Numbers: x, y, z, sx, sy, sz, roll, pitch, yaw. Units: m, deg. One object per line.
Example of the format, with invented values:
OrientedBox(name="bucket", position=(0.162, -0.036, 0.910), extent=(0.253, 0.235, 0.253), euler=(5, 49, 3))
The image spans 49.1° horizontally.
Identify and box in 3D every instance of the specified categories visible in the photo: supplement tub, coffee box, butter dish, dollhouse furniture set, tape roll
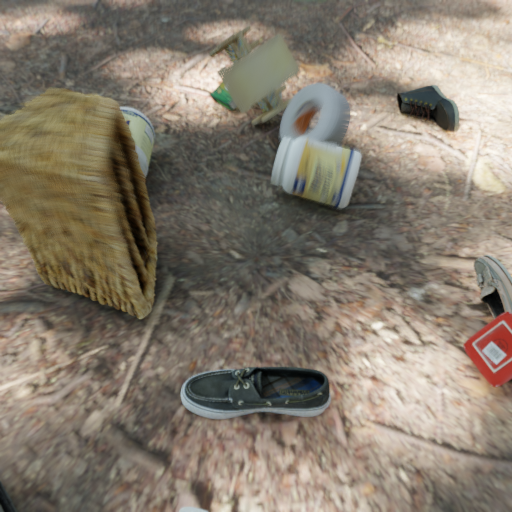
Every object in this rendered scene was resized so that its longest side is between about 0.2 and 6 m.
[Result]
OrientedBox(name="supplement tub", position=(1.325, -1.889, 12.449), extent=(1.777, 1.283, 1.283), euler=(16, 47, 6))
OrientedBox(name="coffee box", position=(-0.472, -4.771, 15.619), extent=(1.499, 0.330, 0.922), euler=(-47, 51, -6))
OrientedBox(name="butter dish", position=(4.271, 1.672, 9.529), extent=(1.024, 0.759, 1.026), euler=(-42, 40, 16))
OrientedBox(name="dollhouse furniture set", position=(-0.258, -4.285, 13.758), extent=(1.626, 2.146, 2.448), euler=(-37, 16, -13))
OrientedBox(name="supplement tub", position=(-3.143, -2.392, 12.998), extent=(1.392, 1.392, 1.921), euler=(0, 45, 0))
OrientedBox(name="tape roll", position=(1.410, -3.260, 13.625), extent=(0.583, 1.763, 1.763), euler=(18, 30, -42))

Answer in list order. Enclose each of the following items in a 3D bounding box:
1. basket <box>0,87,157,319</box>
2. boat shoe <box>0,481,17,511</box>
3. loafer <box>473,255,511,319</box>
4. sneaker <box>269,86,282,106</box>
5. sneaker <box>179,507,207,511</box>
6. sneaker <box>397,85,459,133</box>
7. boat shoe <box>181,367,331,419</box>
OrientedBox(name="basket", position=(-2.661, -1.031, 10.097), extent=(2.616, 3.512, 2.506), euler=(15, 47, 24))
OrientedBox(name="boat shoe", position=(-3.067, 3.813, 7.269), extent=(2.728, 0.912, 0.777), euler=(27, 56, 28))
OrientedBox(name="loafer", position=(4.510, 0.805, 10.400), extent=(0.632, 0.723, 2.012), euler=(-15, 50, -5))
OrientedBox(name="sneaker", position=(0.208, -4.827, 16.018), extent=(0.859, 0.775, 2.097), euler=(-19, 46, 25))
OrientedBox(name="sneaker", position=(-0.443, 4.070, 7.176), extent=(1.805, 0.660, 1.010), euler=(21, 48, 18))
OrientedBox(name="sneaker", position=(4.559, -3.825, 14.952), extent=(1.141, 0.804, 2.148), euler=(-10, 38, -2))
OrientedBox(name="boat shoe", position=(-0.007, 2.115, 9.071), extent=(2.450, 0.693, 0.841), euler=(1, 46, 1))
